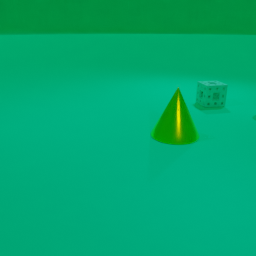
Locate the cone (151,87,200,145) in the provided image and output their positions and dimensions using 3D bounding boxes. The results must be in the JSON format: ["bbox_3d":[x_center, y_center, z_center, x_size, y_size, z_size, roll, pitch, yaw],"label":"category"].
[{"bbox_3d":[1.382,-0.462,7.971,1.418,1.424,1.418,0,21,0],"label":"cone"}]

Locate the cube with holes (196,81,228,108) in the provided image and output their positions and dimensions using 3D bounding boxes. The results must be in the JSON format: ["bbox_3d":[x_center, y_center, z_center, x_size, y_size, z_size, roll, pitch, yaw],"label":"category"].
[{"bbox_3d":[3.318,-1.364,11.179,0.865,0.865,0.865,-4,21,-11],"label":"cube with holes"}]
